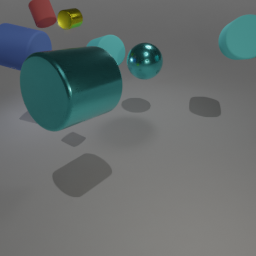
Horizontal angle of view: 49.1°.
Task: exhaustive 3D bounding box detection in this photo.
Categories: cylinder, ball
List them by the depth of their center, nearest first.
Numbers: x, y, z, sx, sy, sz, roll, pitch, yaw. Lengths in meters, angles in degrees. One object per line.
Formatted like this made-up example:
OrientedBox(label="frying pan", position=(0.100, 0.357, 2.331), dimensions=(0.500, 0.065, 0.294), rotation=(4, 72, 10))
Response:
OrientedBox(label="cylinder", position=(-1.058, -0.791, 5.351), dimensions=(1.400, 1.400, 1.400), rotation=(22, 30, 32))
OrientedBox(label="cylinder", position=(-2.755, -3.721, 9.054), dimensions=(0.700, 0.700, 0.700), rotation=(-22, 0, 0))
OrientedBox(label="cylinder", position=(-3.479, -2.595, 9.207), dimensions=(1.400, 1.400, 1.400), rotation=(16, 34, 13))
OrientedBox(label="cylinder", position=(3.982, -3.099, 9.745), dimensions=(1.400, 1.400, 1.400), rotation=(4, 13, 7))
OrientedBox(label="cylinder", position=(-2.199, -4.157, 10.664), dimensions=(0.700, 0.700, 0.700), rotation=(15, 33, 24))
OrientedBox(label="ball", position=(0.651, -2.578, 10.845), dimensions=(1.400, 1.400, 1.400), rotation=(0, 31, 0))
OrientedBox(label="cylinder", position=(-1.058, -3.455, 12.834), dimensions=(1.400, 1.400, 1.400), rotation=(-19, 18, -28))
